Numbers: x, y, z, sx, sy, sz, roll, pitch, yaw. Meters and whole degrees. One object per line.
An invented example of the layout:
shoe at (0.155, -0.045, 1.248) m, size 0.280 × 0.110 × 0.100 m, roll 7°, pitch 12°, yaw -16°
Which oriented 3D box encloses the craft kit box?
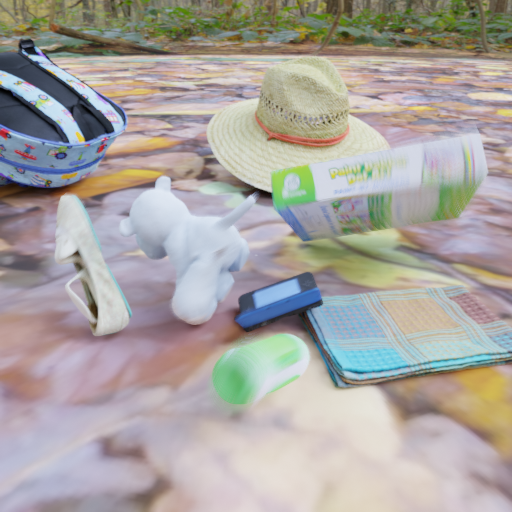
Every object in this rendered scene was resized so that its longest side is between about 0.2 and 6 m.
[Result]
craft kit box at (1.799, -0.880, 8.427) m, size 2.713 × 0.666 × 2.747 m, roll -6°, pitch -9°, yaw 11°

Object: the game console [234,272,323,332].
game console at (0.249, 0.496, 7.189) m, size 1.091 × 0.646 × 0.931 m, roll -20°, pitch 39°, yaw 4°

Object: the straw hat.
straw hat at (1.100, -3.530, 13.183) m, size 4.849 × 2.052 × 4.849 m, roll 4°, pitch 41°, yaw -4°

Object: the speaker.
speaker at (0.083, 1.083, 5.493) m, size 0.542 × 0.542 × 1.225 m, roll 14°, pitch 7°, yaw 27°

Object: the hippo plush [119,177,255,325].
hippo plush at (-1.030, -0.081, 7.184) m, size 1.518 × 1.888 × 1.504 m, roll 28°, pitch 72°, yaw 9°

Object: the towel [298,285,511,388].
towel at (1.933, 0.904, 7.179) m, size 2.523 × 0.274 × 1.850 m, roll -5°, pitch 26°, yaw -11°

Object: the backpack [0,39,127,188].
backpack at (-5.085, -2.911, 12.745) m, size 3.873 × 2.605 × 3.535 m, roll 30°, pitch 34°, yaw 12°

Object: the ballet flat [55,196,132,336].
ballet flat at (-2.169, 0.121, 6.996) m, size 0.584 × 1.872 × 0.631 m, roll -25°, pitch -2°, yaw -34°
